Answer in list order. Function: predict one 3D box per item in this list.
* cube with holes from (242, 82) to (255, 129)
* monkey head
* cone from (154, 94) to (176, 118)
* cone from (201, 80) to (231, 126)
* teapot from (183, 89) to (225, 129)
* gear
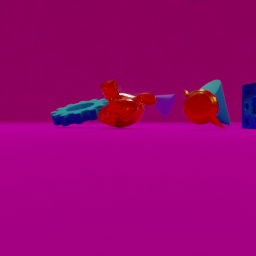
[{"bbox_3d":[3.218,-0.480,6.069,0.999,0.999,0.999,0,1,-17],"label":"cube with holes"},{"bbox_3d":[-0.187,-0.570,6.577,1.602,1.153,0.965,-17,7,20],"label":"monkey head"},{"bbox_3d":[1.215,-1.054,11.098,1.002,0.999,0.999,26,9,16],"label":"cone"},{"bbox_3d":[2.977,-0.562,9.406,1.482,1.477,1.477,42,-10,-13],"label":"cone"},{"bbox_3d":[1.523,-0.387,5.694,1.146,0.712,0.561,48,17,19],"label":"teapot"},{"bbox_3d":[-1.312,-0.450,7.817,1.595,0.295,1.595,-11,16,3],"label":"gear"}]
